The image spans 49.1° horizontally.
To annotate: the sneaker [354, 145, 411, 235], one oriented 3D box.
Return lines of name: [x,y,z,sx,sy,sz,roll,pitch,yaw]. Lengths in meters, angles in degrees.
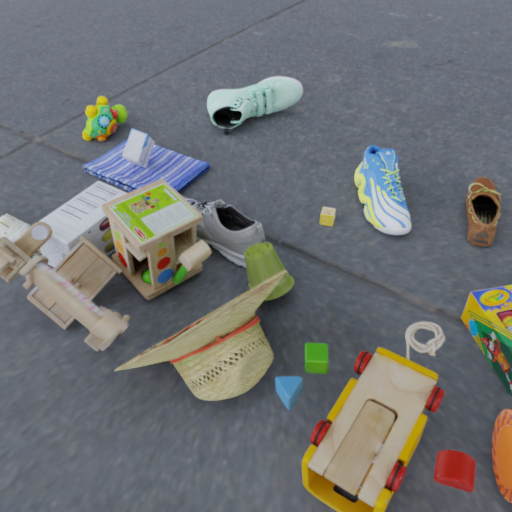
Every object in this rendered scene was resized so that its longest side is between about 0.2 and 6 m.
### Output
sneaker: [2.714,-1.529,12.064,0.898,1.246,2.372,-9,43,-10]

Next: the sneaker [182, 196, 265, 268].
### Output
sneaker: [-0.896,-0.802,11.270,2.645,1.084,0.988,23,45,17]

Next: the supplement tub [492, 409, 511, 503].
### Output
supplement tub: [4.496,2.680,7.250,2.442,1.496,1.496,4,42,4]

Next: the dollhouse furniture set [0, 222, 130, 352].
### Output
dollhouse furniture set: [-2.863,0.126,8.736,2.501,2.933,1.432,41,67,-8]

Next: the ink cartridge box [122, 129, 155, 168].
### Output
ink cartridge box: [-2.685,-2.456,12.964,0.396,0.677,1.168,20,1,-1]

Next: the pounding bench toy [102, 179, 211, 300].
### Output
pounding bench toy: [-1.624,-0.024,10.150,1.282,1.610,2.064,-30,55,-28]

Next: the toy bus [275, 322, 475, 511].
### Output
toy bus: [1.653,2.383,7.733,2.504,1.294,2.363,-10,48,-4]

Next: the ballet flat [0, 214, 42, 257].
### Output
ballet flat: [-5.222,-0.503,11.305,2.240,0.806,0.806,10,43,10]

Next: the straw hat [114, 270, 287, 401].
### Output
straw hat: [-0.522,1.501,8.604,3.012,3.012,1.275,-29,87,-28]

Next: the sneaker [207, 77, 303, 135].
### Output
sneaker: [0.006,-3.957,14.919,2.641,0.972,1.558,-10,37,3]

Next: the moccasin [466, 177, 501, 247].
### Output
moccasin: [4.823,-1.088,11.919,0.747,0.788,2.042,16,45,17]

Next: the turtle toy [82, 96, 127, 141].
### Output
turtle toy: [-3.913,-3.544,14.584,0.716,1.032,1.416,28,46,0]

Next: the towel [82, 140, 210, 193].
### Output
towel: [-2.622,-2.150,13.457,2.571,0.307,1.862,23,46,24]

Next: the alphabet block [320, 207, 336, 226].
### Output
alphabet block: [1.537,-0.846,12.036,0.288,0.287,0.293,9,42,13]

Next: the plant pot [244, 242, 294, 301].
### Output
plant pot: [0.156,0.230,10.180,0.883,0.839,0.883,-16,24,7]

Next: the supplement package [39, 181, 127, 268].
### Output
supplement package: [-3.329,-0.543,11.150,0.966,1.004,1.764,24,49,23]

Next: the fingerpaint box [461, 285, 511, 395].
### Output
fingerpaint box: [4.820,1.259,9.373,2.036,0.747,1.699,-8,43,-8]
